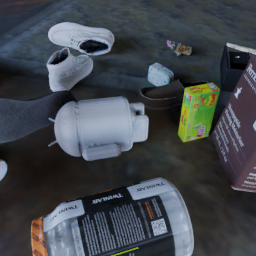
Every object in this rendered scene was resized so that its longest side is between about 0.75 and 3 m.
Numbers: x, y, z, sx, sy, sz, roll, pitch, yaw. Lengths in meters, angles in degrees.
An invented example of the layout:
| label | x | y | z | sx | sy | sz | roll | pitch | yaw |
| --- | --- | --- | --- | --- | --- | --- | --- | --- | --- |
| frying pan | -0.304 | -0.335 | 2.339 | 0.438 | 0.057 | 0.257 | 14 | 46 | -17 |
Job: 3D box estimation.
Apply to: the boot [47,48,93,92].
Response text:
| label | x | y | z | sx | sy | sz | roll | pitch | yaw |
| --- | --- | --- | --- | --- | --- | --- | --- | --- | --- |
| boot | -2.007 | -2.341 | 10.044 | 0.905 | 1.176 | 2.462 | 13 | 42 | 14 |

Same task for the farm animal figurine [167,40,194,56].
| label | x | y | z | sx | sy | sz | roll | pitch | yaw |
| --- | --- | --- | --- | --- | --- | --- | --- | --- | --- |
| farm animal figurine | 2.120 | -3.310 | 11.758 | 0.808 | 0.503 | 1.000 | -12 | 35 | -42 |

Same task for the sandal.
| label | x | y | z | sx | sy | sz | roll | pitch | yaw |
| --- | --- | --- | --- | --- | --- | --- | --- | --- | --- |
| sandal | -2.784 | -0.322 | 7.480 | 2.962 | 1.126 | 0.634 | -14 | 12 | -37 |

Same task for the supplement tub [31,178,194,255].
| label | x | y | z | sx | sy | sz | roll | pitch | yaw |
| --- | --- | --- | --- | --- | --- | --- | --- | --- | --- |
| supplement tub | -0.282 | 1.872 | 4.905 | 2.504 | 1.534 | 1.534 | -12 | 42 | -14 |

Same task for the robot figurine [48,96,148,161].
| label | x | y | z | sx | sy | sz | roll | pitch | yaw |
| --- | --- | --- | --- | --- | --- | --- | --- | --- | --- |
| robot figurine | -0.765 | -0.035 | 7.198 | 2.512 | 1.419 | 2.130 | -6 | 40 | -7 |

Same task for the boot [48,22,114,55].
| label | x | y | z | sx | sy | sz | roll | pitch | yaw |
| --- | --- | --- | --- | --- | --- | --- | --- | --- | --- |
| boot | -2.026 | -3.702 | 11.704 | 2.842 | 1.045 | 1.358 | 2 | 35 | 1 |

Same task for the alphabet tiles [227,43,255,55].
| label | x | y | z | sx | sy | sz | roll | pitch | yaw |
| --- | --- | --- | --- | --- | --- | --- | --- | --- | --- |
| alphabet tiles | 4.931 | -3.047 | 11.070 | 1.984 | 0.145 | 1.940 | 4 | 25 | -24 |

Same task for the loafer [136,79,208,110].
| label | x | y | z | sx | sy | sz | roll | pitch | yaw |
| --- | --- | --- | --- | --- | --- | --- | --- | --- | --- |
| loafer | 1.462 | -1.200 | 8.956 | 2.454 | 0.876 | 0.896 | -4 | 41 | -5 |

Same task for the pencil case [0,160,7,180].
| label | x | y | z | sx | sy | sz | roll | pitch | yaw |
| --- | --- | --- | --- | --- | --- | --- | --- | --- | --- |
| pencil case | -3.626 | 0.852 | 6.829 | 1.372 | 0.570 | 0.623 | 20 | 40 | 21 |

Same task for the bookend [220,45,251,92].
| label | x | y | z | sx | sy | sz | roll | pitch | yaw |
| --- | --- | --- | --- | --- | --- | --- | --- | --- | --- |
| bookend | 4.346 | -2.061 | 9.950 | 1.926 | 0.887 | 1.914 | 9 | 42 | 10 |

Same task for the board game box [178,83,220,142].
| label | x | y | z | sx | sy | sz | roll | pitch | yaw |
| --- | --- | --- | --- | --- | --- | --- | --- | --- | --- |
| board game box | 1.855 | -0.385 | 7.482 | 0.800 | 1.574 | 0.375 | -13 | 42 | -14 |

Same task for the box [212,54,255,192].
| label | x | y | z | sx | sy | sz | roll | pitch | yaw |
| --- | --- | --- | --- | --- | --- | --- | --- | --- | --- |
| box | 3.363 | 0.002 | 6.161 | 1.931 | 2.351 | 1.951 | 10 | 37 | -7 |

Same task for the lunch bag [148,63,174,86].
| label | x | y | z | sx | sy | sz | roll | pitch | yaw |
| --- | --- | --- | --- | --- | --- | --- | --- | --- | --- |
| lunch bag | 1.126 | -1.766 | 9.726 | 0.369 | 0.767 | 0.957 | -35 | 58 | -28 |
